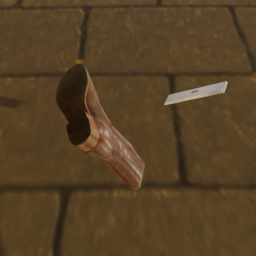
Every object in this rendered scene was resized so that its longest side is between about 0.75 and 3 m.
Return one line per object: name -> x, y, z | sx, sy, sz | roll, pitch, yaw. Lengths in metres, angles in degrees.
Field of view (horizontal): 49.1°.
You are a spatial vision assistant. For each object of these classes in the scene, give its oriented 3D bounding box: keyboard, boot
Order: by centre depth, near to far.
boot -> -0.273, 0.021, 3.612 | 0.457, 1.422, 1.325 | -26, 52, 18
keyboard -> 1.327, -0.688, 5.618 | 1.281, 0.068, 0.360 | -9, 30, 38
